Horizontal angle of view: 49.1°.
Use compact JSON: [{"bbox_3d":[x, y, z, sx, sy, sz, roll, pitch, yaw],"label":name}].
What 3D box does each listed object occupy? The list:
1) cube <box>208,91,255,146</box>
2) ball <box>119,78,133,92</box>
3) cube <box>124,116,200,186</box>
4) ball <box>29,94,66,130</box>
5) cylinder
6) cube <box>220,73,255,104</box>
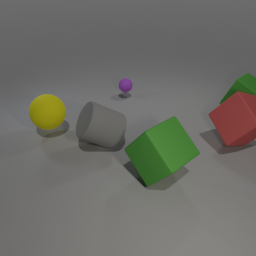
[{"bbox_3d":[4.103,-0.295,10.146,1.400,1.400,1.400,2,55,-42],"label":"cube"},{"bbox_3d":[-0.121,-2.153,14.146,0.700,0.700,0.700,0,32,0],"label":"ball"},{"bbox_3d":[1.029,0.718,8.659,1.400,1.400,1.400,-26,79,-38],"label":"cube"},{"bbox_3d":[-3.176,-0.629,11.076,1.400,1.400,1.400,0,32,0],"label":"ball"},{"bbox_3d":[-0.996,-0.099,10.304,1.400,1.400,1.400,20,22,-29],"label":"cylinder"},{"bbox_3d":[5.233,-1.362,12.383,1.400,1.400,1.400,43,43,19],"label":"cube"}]
